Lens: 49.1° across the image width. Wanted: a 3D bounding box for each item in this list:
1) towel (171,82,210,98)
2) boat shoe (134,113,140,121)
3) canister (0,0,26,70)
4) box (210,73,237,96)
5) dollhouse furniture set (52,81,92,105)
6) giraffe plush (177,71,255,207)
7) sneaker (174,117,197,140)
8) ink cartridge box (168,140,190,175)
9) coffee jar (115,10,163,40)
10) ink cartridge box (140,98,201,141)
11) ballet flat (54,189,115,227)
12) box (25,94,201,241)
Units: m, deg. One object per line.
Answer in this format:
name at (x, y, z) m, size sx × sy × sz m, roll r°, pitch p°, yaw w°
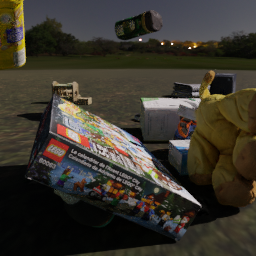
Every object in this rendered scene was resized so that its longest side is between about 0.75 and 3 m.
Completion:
towel at (3.480, -2.126, 15.528) m, size 1.461 × 0.755 × 1.764 m, roll -8°, pitch 16°, yaw -31°
boat shoe at (0.803, -0.440, 9.632) m, size 1.336 × 0.443 × 0.467 m, roll 11°, pitch 18°, yaw 36°
canister at (-3.563, -2.646, 7.183) m, size 1.783 × 2.401 × 1.039 m, roll -14°, pitch 60°, yaw -26°
box at (4.402, -1.789, 12.944) m, size 0.984 × 1.395 × 1.886 m, roll 6°, pitch 15°, yaw 24°
dollhouse furniture set at (-2.522, -1.810, 13.772) m, size 1.830 × 1.017 × 1.618 m, roll 4°, pitch 15°, yaw 13°
giraffe plush at (2.144, 0.160, 4.882) m, size 1.845 × 1.963 × 2.275 m, roll 8°, pitch 29°, yaw -20°
sneaker at (1.985, 0.173, 6.700) m, size 1.989 × 0.749 × 0.780 m, roll 10°, pitch -28°, yaw -15°
ink cartridge box at (1.483, 0.560, 5.705) m, size 1.128 × 0.472 × 0.818 m, roll -2°, pitch 15°, yaw -9°
coffee jar at (0.379, -3.631, 9.938) m, size 1.613 × 0.688 × 0.841 m, roll -3°, pitch 8°, yaw 35°
ink cartridge box at (1.537, -0.285, 7.976) m, size 2.301 × 0.970 × 1.681 m, roll 0°, pitch 15°, yaw -2°
ballet flat at (-0.835, 0.848, 4.203) m, size 0.631 × 0.635 × 1.857 m, roll -45°, pitch 27°, yaw -14°
box at (-0.406, 0.354, 4.433) m, size 2.016 × 0.556 × 2.952 m, roll 29°, pitch 6°, yaw -19°
